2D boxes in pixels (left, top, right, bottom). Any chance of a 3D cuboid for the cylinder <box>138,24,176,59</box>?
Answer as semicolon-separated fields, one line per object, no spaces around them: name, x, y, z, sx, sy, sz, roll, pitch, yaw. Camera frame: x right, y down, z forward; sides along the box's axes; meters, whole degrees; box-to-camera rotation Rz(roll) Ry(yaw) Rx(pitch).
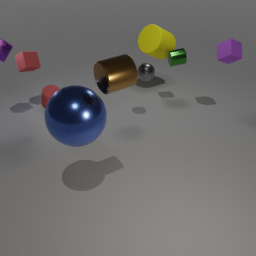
cylinder;1.444;-4.274;14.004;1.400;1.400;1.400;25;14;37

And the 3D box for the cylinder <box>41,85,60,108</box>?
cylinder;-2.887;-1.142;10.545;0.700;0.700;0.700;10;50;-12

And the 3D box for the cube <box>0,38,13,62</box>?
cube;-4.814;-2.945;10.363;0.700;0.700;0.700;30;-1;-40

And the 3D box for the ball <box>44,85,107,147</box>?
ball;-1.185;-0.272;6.410;1.400;1.400;1.400;0;30;0

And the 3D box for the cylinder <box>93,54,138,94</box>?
cylinder;-0.267;-1.139;5.922;0.700;0.700;0.700;-22;36;-25

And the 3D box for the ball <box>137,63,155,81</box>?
ball;0.711;-2.204;11.030;0.700;0.700;0.700;0;30;0

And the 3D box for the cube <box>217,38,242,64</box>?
cube;4.132;-3.114;11.406;0.700;0.700;0.700;7;-11;-31

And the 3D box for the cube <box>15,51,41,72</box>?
cube;-4.293;-2.841;12.008;0.700;0.700;0.700;-9;6;43

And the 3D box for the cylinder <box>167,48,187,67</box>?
cylinder;2.196;-3.170;12.573;0.700;0.700;0.700;-12;31;-3
